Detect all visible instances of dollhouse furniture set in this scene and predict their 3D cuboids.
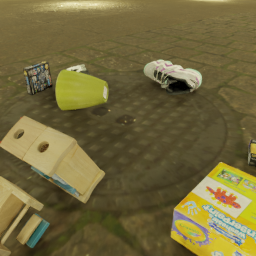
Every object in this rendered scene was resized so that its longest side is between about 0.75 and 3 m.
[{"bbox_3d":[-2.317,1.465,6.778,1.866,1.877,2.663,21,67,31],"label":"dollhouse furniture set"}]

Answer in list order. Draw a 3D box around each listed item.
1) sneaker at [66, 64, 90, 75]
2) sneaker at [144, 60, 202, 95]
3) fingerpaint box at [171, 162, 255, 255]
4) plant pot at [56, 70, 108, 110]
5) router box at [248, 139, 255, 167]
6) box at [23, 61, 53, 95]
[{"bbox_3d":[-2.419,-2.347,13.272,1.170,0.979,2.643,-9,24,-15],"label":"sneaker"},{"bbox_3d":[1.773,-2.264,12.899,2.895,1.125,2.025,15,34,24],"label":"sneaker"},{"bbox_3d":[2.618,2.109,5.985,2.620,0.961,2.186,24,38,34],"label":"fingerpaint box"},{"bbox_3d":[-1.701,-1.449,11.065,1.728,1.617,1.617,4,32,10],"label":"plant pot"},{"bbox_3d":[4.416,0.865,8.579,1.324,0.346,1.041,11,33,17],"label":"router box"},{"bbox_3d":[-4.094,-2.286,12.817,0.313,1.259,1.249,20,38,29],"label":"box"}]
